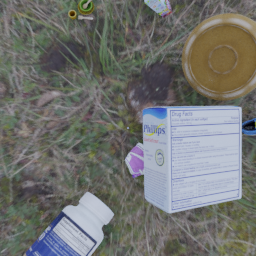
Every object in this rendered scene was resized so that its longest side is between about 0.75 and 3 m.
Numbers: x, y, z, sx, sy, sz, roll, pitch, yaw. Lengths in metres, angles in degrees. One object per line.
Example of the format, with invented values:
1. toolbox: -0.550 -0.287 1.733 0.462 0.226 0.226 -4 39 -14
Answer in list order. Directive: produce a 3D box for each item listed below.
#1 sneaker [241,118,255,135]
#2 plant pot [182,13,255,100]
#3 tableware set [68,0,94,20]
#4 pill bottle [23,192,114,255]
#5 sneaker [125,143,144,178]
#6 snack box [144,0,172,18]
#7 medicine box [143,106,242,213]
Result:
1. sneaker: 3.987 -0.104 8.027 1.462 0.573 0.482 -14 76 29
2. plant pot: 2.591 -1.866 7.632 2.342 0.322 2.342 8 111 22
3. tableware set: -1.587 -4.221 8.784 1.114 0.254 1.654 3 86 -1
4. pill bottle: -1.549 3.002 7.527 1.375 1.375 2.478 41 69 3
5. sneaker: 0.614 1.270 8.167 1.591 0.577 0.907 39 69 13
6. snack box: 0.772 -4.101 8.275 0.370 0.992 1.396 -24 68 35
7. medicine box: 1.667 0.673 7.299 2.260 1.277 2.481 -3 93 -25
